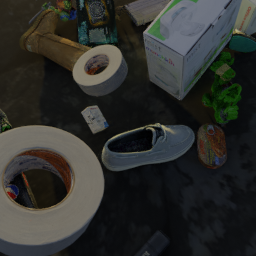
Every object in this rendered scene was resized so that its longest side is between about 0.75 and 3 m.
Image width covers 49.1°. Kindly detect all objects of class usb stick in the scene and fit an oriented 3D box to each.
[{"bbox_3d":[0.343,3.209,6.754,1.710,0.279,0.474,-41,68,-20],"label":"usb stick"}]

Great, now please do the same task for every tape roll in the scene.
[{"bbox_3d":[-2.087,1.368,6.524,2.930,0.968,2.930,12,49,-14],"label":"tape roll"},{"bbox_3d":[-0.779,-1.626,7.878,1.489,0.492,1.489,-11,56,17],"label":"tape roll"}]

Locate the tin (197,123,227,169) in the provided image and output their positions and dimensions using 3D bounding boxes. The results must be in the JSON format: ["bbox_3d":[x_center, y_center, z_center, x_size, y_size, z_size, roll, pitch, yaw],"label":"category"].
[{"bbox_3d":[2.458,0.525,8.309,0.797,0.298,1.424,6,60,-1],"label":"tin"}]

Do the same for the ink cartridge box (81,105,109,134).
[{"bbox_3d":[-0.988,-0.265,8.439,0.317,0.548,0.751,-33,85,27],"label":"ink cartridge box"}]

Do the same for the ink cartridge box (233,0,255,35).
[{"bbox_3d":[4.173,-4.641,10.572,0.864,1.474,2.040,-26,63,-14],"label":"ink cartridge box"}]

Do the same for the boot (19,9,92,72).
[{"bbox_3d":[-2.331,-3.135,10.179,2.435,0.805,2.133,23,67,10],"label":"boot"}]

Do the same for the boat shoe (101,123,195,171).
[{"bbox_3d":[0.668,0.421,7.867,2.881,1.026,1.005,-15,61,-15],"label":"boat shoe"}]

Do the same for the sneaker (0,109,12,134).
[{"bbox_3d":[-3.651,-0.122,8.218,0.470,0.513,1.205,-31,91,-37],"label":"sneaker"}]

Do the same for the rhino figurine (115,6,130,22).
[{"bbox_3d":[-0.881,-4.659,11.106,1.938,0.579,0.847,10,71,3],"label":"rhino figurine"}]

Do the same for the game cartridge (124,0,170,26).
[{"bbox_3d":[0.892,-4.813,11.362,1.817,0.349,1.178,-25,67,-13],"label":"game cartridge"}]

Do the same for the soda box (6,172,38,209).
[{"bbox_3d":[-3.113,1.475,7.390,0.801,0.895,2.529,-24,62,-16],"label":"soda box"}]

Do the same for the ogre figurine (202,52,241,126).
[{"bbox_3d":[2.931,-1.032,8.566,1.125,1.375,2.293,-15,60,-4],"label":"ogre figurine"}]

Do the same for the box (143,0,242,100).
[{"bbox_3d":[1.999,-2.777,8.502,1.441,2.630,2.981,36,81,19],"label":"box"}]

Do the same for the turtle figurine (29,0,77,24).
[{"bbox_3d":[-2.899,-5.125,10.784,1.962,1.412,1.902,1,73,-5],"label":"turtle figurine"}]

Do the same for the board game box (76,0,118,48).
[{"bbox_3d":[-1.184,-4.086,10.538,1.461,0.304,2.160,-4,80,-3],"label":"board game box"}]

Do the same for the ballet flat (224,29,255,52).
[{"bbox_3d":[3.619,-3.266,10.244,2.182,0.740,0.822,2,57,5],"label":"ballet flat"}]
